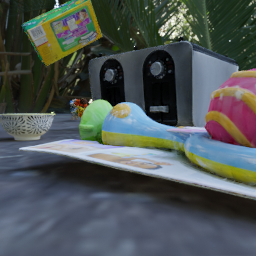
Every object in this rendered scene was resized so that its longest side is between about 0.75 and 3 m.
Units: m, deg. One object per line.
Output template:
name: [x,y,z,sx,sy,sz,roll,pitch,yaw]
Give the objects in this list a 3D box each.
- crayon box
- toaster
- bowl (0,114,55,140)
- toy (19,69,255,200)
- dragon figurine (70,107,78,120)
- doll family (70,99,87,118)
crayon box: [-1.269,-1.938,5.595,1.371,0.814,0.399,-32,48,-12]
toaster: [0.899,-0.803,6.379,2.586,1.697,2.860,3,4,39]
bowl: [-1.535,-0.022,4.253,0.836,0.392,0.836,1,3,0]
toy: [0.822,-0.012,1.808,2.848,0.672,1.640,2,5,36]
dragon figurine: [-2.506,-0.780,13.064,0.366,1.245,0.619,-3,42,-11]
doll family: [-1.597,-0.605,12.160,1.982,0.893,1.230,20,-17,-38]
